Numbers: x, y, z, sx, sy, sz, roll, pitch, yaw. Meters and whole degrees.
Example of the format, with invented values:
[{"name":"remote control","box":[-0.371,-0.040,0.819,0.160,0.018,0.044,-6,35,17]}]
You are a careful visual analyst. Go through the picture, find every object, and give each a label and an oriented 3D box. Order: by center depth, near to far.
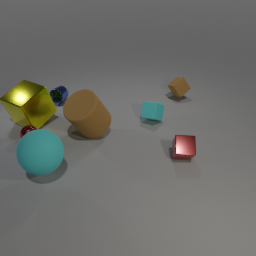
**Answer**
[{"name":"ball","box":[-2.688,0.742,8.613,1.400,1.400,1.400,0,32,0]},{"name":"cube","box":[1.949,0.686,9.808,0.700,0.700,0.700,3,70,0]},{"name":"cylinder","box":[-1.535,-0.528,10.753,1.400,1.400,1.400,-11,58,17]},{"name":"ball","box":[-3.796,0.230,10.778,0.700,0.700,0.700,0,32,0]},{"name":"cube","box":[-4.131,-0.952,11.741,1.400,1.400,1.400,19,54,29]},{"name":"cube","box":[1.065,-0.727,12.036,0.700,0.700,0.700,9,0,35]},{"name":"cylinder","box":[-3.328,-1.621,13.512,0.700,0.700,0.700,6,24,10]},{"name":"cube","box":[2.525,-2.033,13.873,0.700,0.700,0.700,-40,19,-6]}]
